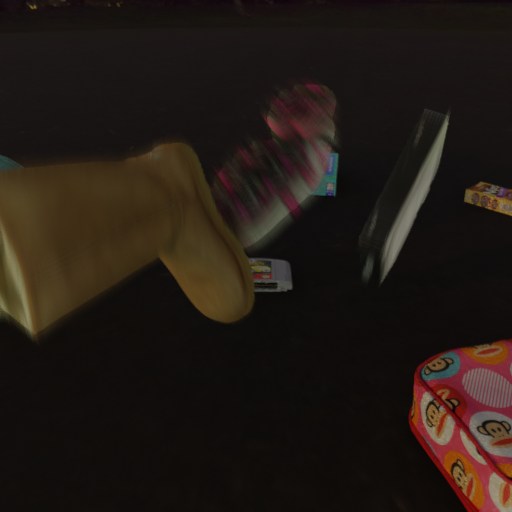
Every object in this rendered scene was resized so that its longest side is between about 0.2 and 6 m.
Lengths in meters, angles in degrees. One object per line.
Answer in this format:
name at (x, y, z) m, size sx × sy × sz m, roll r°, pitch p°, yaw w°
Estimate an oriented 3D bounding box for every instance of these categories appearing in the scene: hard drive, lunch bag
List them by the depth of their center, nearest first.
lunch bag at (2.784, 1.634, 5.169) m, size 2.254 × 0.923 × 1.985 m, roll -7°, pitch 28°, yaw -14°
hard drive at (1.658, -0.634, 6.310) m, size 0.318 × 1.173 × 1.680 m, roll 23°, pitch 74°, yaw 19°

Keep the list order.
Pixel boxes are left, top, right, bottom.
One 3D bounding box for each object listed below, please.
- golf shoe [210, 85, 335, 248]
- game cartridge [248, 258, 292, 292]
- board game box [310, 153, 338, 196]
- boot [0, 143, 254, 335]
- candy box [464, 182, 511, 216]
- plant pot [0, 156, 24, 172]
golf shoe at (0.444, -1.157, 8.520) m, size 1.225 × 1.553 × 3.373 m, roll 13°, pitch 49°, yaw 26°
game cartridge at (-0.033, 0.285, 8.588) m, size 1.138 × 0.233 × 0.757 m, roll 0°, pitch 23°, yaw 0°
board game box at (0.728, -1.868, 12.435) m, size 2.132 × 0.480 × 1.622 m, roll 4°, pitch 28°, yaw 7°
boot at (-1.386, 0.102, 6.056) m, size 0.952 × 2.520 × 2.877 m, roll -22°, pitch 7°, yaw 34°
candy box at (4.844, -1.152, 11.256) m, size 0.631 × 0.305 × 1.081 m, roll -24°, pitch 34°, yaw -37°
plant pot at (-4.051, -0.307, 8.265) m, size 1.777 × 1.777 × 1.669 m, roll 15°, pitch 46°, yaw 27°
